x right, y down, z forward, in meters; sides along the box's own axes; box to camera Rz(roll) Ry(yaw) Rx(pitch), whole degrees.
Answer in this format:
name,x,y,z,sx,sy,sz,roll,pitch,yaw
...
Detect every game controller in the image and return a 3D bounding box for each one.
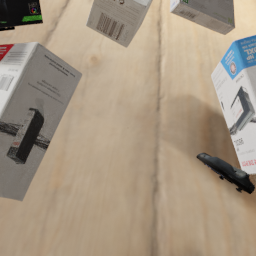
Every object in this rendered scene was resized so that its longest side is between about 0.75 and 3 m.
name,x,y,z,sx,sy,sz,roll,pitch,yaw
game controller,1.126,0.513,3.377,0.582,1.116,0.235,27,91,8

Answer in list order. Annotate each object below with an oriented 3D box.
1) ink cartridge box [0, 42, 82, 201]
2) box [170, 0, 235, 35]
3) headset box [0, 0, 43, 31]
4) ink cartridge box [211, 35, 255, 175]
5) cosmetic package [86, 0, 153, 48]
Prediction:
name,x,y,z,sx,sy,sz,roll,pitch,yaw
ink cartridge box,-1.910,-0.166,4.475,1.582,0.918,2.192,15,77,45
box,1.720,-3.385,6.437,1.588,0.400,2.200,12,73,-24
headset box,-2.321,-2.517,4.891,1.357,1.558,0.723,-13,37,-19
ink cartridge box,1.614,-0.222,3.352,0.626,1.075,1.486,-15,79,0
cosmetic package,-0.128,-3.213,7.372,1.258,1.259,1.526,27,47,-5
